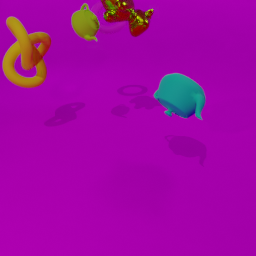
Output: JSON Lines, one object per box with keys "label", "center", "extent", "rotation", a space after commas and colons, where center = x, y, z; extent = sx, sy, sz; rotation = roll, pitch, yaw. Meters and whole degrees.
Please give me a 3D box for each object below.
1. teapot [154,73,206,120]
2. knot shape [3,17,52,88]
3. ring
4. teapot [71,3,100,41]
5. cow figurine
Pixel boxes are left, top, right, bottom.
{"label": "teapot", "center": [1.139, -0.620, 6.129], "extent": [1.088, 0.857, 1.751], "rotation": [36, -3, -35]}
{"label": "knot shape", "center": [-2.739, -2.135, 7.519], "extent": [0.842, 1.705, 1.822], "rotation": [2, 50, 11]}
{"label": "ring", "center": [-0.606, -3.574, 8.975], "extent": [1.287, 1.287, 0.257], "rotation": [2, -16, 4]}
{"label": "teapot", "center": [-1.026, -2.633, 7.115], "extent": [0.592, 1.210, 0.752], "rotation": [-23, -19, 32]}
{"label": "cow figurine", "center": [-0.083, -3.301, 7.632], "extent": [0.899, 1.637, 1.611], "rotation": [-28, 2, 36]}
